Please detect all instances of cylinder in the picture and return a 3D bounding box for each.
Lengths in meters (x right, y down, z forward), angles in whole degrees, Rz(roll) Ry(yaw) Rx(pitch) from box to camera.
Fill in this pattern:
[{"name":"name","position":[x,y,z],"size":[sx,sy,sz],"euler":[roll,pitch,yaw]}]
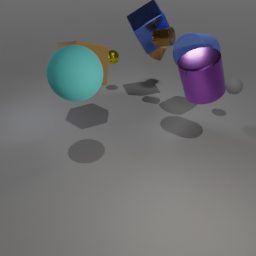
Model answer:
[{"name":"cylinder","position":[1.424,-3.580,11.057],"size":[0.700,0.700,0.700],"euler":[3,29,32]},{"name":"cylinder","position":[2.497,-1.756,9.455],"size":[1.400,1.400,1.400],"euler":[-15,39,12]},{"name":"cylinder","position":[2.707,-2.993,11.031],"size":[1.400,1.400,1.400],"euler":[24,26,34]},{"name":"cylinder","position":[1.551,-3.997,14.638],"size":[0.700,0.700,0.700],"euler":[19,28,-10]}]

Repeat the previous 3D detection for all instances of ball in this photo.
[{"name":"ball","position":[-0.771,-3.518,13.941],"size":[0.700,0.700,0.700],"euler":[0,31,0]},{"name":"ball","position":[4.429,-1.752,11.675],"size":[0.700,0.700,0.700],"euler":[0,31,0]},{"name":"ball","position":[-1.327,-1.369,7.058],"size":[1.400,1.400,1.400],"euler":[0,31,0]}]

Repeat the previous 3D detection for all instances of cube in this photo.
[{"name":"cube","position":[0.981,-4.408,12.262],"size":[1.400,1.400,1.400],"euler":[-29,47,12]},{"name":"cube","position":[-1.684,-2.338,10.242],"size":[1.400,1.400,1.400],"euler":[-4,13,-41]}]
